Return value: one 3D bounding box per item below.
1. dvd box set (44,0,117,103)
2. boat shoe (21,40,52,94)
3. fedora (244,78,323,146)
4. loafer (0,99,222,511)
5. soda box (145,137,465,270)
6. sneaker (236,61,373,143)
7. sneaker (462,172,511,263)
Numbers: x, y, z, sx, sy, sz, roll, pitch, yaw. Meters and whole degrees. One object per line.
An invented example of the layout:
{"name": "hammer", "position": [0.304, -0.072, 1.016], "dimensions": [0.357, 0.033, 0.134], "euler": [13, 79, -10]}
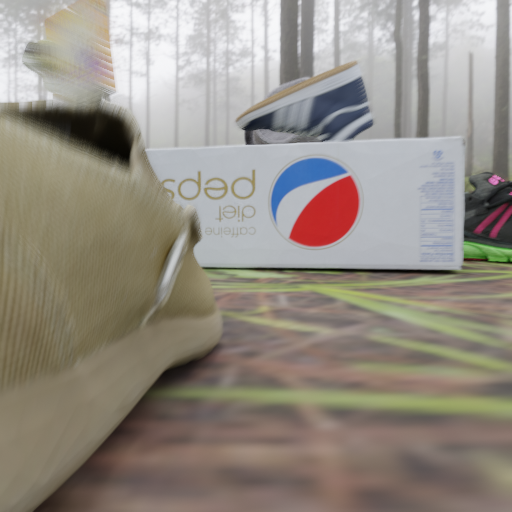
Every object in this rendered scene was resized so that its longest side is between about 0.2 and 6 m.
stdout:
{"name": "dvd box set", "position": [-2.410, -2.732, 7.629], "dimensions": [1.016, 1.388, 0.204], "euler": [-14, -10, 26]}
{"name": "boat shoe", "position": [-3.535, -3.378, 9.709], "dimensions": [0.718, 0.606, 2.014], "euler": [-7, 38, -37]}
{"name": "fedora", "position": [0.863, -3.141, 12.761], "dimensions": [2.321, 2.624, 1.185], "euler": [45, -6, 20]}
{"name": "loafer", "position": [-0.733, -0.040, 2.139], "dimensions": [1.174, 1.041, 3.087], "euler": [0, 4, -2]}
{"name": "soda box", "position": [0.134, -0.617, 7.294], "dimensions": [4.721, 1.503, 1.608], "euler": [1, 4, 13]}
{"name": "sneaker", "position": [0.937, -2.550, 10.815], "dimensions": [2.674, 1.451, 0.937], "euler": [-15, 22, 32]}
{"name": "sneaker", "position": [3.545, -0.567, 7.997], "dimensions": [3.095, 1.296, 1.188], "euler": [3, 5, 35]}
